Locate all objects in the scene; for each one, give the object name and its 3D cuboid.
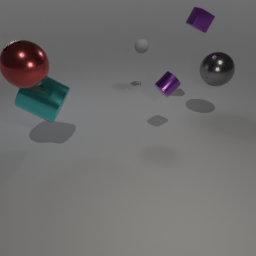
[{"bbox_3d":[-3.048,-1.866,8.277,1.400,1.400,1.400,0,30,0],"label":"ball"},{"bbox_3d":[2.898,-4.353,11.264,0.700,0.700,0.700,20,21,-24],"label":"cube"},{"bbox_3d":[0.677,-4.037,13.817,0.700,0.700,0.700,0,30,0],"label":"ball"},{"bbox_3d":[1.455,-1.606,10.326,0.700,0.700,0.700,-46,38,3],"label":"cylinder"},{"bbox_3d":[3.675,-2.423,11.573,1.400,1.400,1.400,0,30,0],"label":"ball"},{"bbox_3d":[-2.927,-1.084,9.660,1.400,1.400,1.400,26,28,-13],"label":"cylinder"}]
